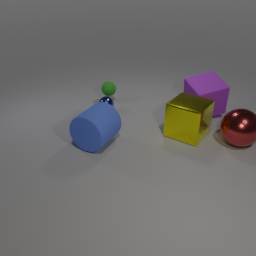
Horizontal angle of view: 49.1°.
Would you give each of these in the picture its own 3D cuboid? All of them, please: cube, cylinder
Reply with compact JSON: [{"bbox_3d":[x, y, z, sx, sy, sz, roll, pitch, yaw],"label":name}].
[{"bbox_3d":[2.331,-0.378,10.778,1.400,1.400,1.400,19,35,30],"label":"cube"},{"bbox_3d":[-1.160,-0.049,10.182,1.400,1.400,1.400,14,32,23],"label":"cylinder"},{"bbox_3d":[3.329,-1.406,12.115,1.400,1.400,1.400,-15,43,-9],"label":"cube"}]

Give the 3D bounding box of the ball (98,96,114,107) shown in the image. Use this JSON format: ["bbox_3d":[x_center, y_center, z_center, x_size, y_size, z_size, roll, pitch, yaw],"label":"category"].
[{"bbox_3d":[-0.985,-1.074,12.605,0.700,0.700,0.700,0,30,0],"label":"ball"}]

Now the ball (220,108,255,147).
[{"bbox_3d":[4.087,-0.010,10.175,1.400,1.400,1.400,0,30,0],"label":"ball"}]

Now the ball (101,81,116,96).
[{"bbox_3d":[-0.924,-1.883,13.471,0.700,0.700,0.700,0,30,0],"label":"ball"}]
